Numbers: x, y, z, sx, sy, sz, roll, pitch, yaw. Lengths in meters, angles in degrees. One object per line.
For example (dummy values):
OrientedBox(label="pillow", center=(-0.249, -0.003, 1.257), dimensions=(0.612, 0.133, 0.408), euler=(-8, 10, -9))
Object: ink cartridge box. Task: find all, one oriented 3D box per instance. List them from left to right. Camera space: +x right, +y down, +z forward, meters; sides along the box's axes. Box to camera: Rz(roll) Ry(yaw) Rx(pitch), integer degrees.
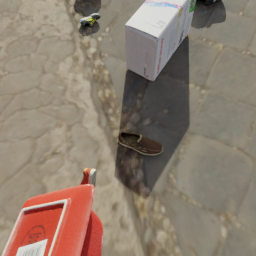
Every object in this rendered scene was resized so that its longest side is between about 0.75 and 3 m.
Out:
OrientedBox(label="ink cartridge box", center=(1.028, -3.104, 8.756), dimensions=(1.105, 1.905, 2.631), euler=(28, 67, 15))

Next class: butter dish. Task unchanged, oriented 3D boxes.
OrientedBox(label="butter dish", center=(-1.397, 2.713, 5.930), dimensions=(2.440, 1.804, 2.434), euler=(-19, 40, 32))

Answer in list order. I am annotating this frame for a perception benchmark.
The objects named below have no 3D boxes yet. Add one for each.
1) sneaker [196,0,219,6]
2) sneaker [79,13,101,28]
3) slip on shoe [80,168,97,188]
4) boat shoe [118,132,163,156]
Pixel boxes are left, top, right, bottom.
OrientedBox(label="sneaker", center=(2.573, -5.638, 10.657), dimensions=(1.322, 0.863, 2.363), euler=(-29, 68, -15))
OrientedBox(label="sneaker", center=(-1.333, -3.832, 10.087), dimensions=(0.798, 0.297, 0.337), euler=(-24, 71, -2))
OrientedBox(label="slip on shoe", center=(-0.989, 1.401, 6.754), dimensions=(0.309, 1.009, 0.374), euler=(17, 23, 16))
OrientedBox(label="boat shoe", center=(0.341, 0.412, 7.754), dimensions=(1.306, 0.483, 0.482), euler=(13, 63, 6))
